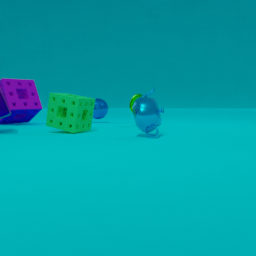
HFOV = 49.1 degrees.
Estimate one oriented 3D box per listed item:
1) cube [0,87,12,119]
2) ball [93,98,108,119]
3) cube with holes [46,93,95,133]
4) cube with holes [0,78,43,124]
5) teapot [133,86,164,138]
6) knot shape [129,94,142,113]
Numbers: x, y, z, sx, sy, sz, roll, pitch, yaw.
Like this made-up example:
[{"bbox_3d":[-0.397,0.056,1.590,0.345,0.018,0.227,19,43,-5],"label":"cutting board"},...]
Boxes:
[{"bbox_3d":[-3.692,-0.688,6.779,1.246,1.246,1.246,-23,10,-18],"label":"cube"},{"bbox_3d":[-1.210,-0.771,11.227,0.849,0.849,0.849,0,4,0],"label":"ball"},{"bbox_3d":[-1.442,-0.404,7.098,0.832,0.832,0.832,13,10,20],"label":"cube with holes"},{"bbox_3d":[-4.062,-0.950,10.166,1.196,1.196,1.196,-6,-19,-47],"label":"cube with holes"},{"bbox_3d":[0.469,-0.347,6.073,0.623,1.272,0.791,-14,-30,15],"label":"teapot"},{"bbox_3d":[0.434,-0.679,9.185,0.513,1.110,1.039,-36,54,-16],"label":"knot shape"}]
